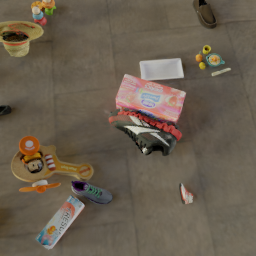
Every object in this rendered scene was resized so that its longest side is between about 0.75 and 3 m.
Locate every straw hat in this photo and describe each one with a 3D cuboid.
[{"bbox_3d":[-4.776,-3.665,12.037,2.529,1.070,2.529,4,38,-4],"label":"straw hat"}]

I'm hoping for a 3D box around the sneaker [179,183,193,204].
[{"bbox_3d":[2.174,2.423,10.449,0.419,0.261,0.781,-8,75,-4],"label":"sneaker"}]

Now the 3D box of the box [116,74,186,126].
[{"bbox_3d":[0.869,-1.026,11.079,2.491,1.278,1.179,18,72,5],"label":"box"}]

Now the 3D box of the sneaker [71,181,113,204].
[{"bbox_3d":[-1.339,2.343,10.213,1.601,0.701,0.596,16,66,6],"label":"sneaker"}]

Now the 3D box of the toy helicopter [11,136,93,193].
[{"bbox_3d":[-2.750,1.561,10.276,2.929,1.155,1.937,11,57,-11],"label":"toy helicopter"}]

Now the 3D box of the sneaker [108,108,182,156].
[{"bbox_3d":[0.523,0.226,10.765,2.944,1.040,1.438,20,70,5],"label":"sneaker"}]

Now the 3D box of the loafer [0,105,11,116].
[{"bbox_3d":[-5.453,-0.623,11.360,1.357,0.476,0.461,-20,72,-7],"label":"loafer"}]

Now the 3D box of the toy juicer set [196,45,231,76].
[{"bbox_3d":[3.626,-2.837,12.146,0.973,0.416,1.530,-40,76,-12],"label":"toy juicer set"}]

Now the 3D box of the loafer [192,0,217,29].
[{"bbox_3d":[3.515,-5.359,12.873,0.666,0.651,1.824,-24,73,-8],"label":"loafer"}]

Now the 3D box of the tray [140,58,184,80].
[{"bbox_3d":[1.448,-2.502,12.146,1.811,0.201,0.973,-5,72,-2],"label":"tray"}]

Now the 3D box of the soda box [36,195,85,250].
[{"bbox_3d":[-2.360,3.319,9.935,0.593,0.637,1.864,35,75,11],"label":"soda box"}]

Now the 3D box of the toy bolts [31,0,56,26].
[{"bbox_3d":[-4.068,-5.508,12.810,1.192,0.866,1.248,19,72,6],"label":"toy bolts"}]
